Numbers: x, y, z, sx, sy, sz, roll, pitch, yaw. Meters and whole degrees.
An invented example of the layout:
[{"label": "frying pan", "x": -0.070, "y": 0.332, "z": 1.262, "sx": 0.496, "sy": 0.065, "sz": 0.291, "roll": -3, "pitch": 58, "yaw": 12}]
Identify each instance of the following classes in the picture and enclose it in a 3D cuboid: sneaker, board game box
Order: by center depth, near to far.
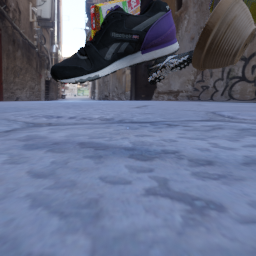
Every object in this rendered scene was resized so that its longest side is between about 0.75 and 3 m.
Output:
[{"label": "sneaker", "x": -0.320, "y": -1.528, "z": 4.840, "sx": 2.299, "sy": 1.007, "sz": 0.871, "roll": -20, "pitch": 27, "yaw": -5}, {"label": "board game box", "x": -0.343, "y": -3.348, "z": 8.475, "sx": 0.294, "sy": 0.935, "sz": 1.958, "roll": 31, "pitch": 45, "yaw": 33}, {"label": "sneaker", "x": 1.409, "y": -2.296, "z": 9.685, "sx": 1.924, "sy": 0.871, "sz": 0.639, "roll": -27, "pitch": -15, "yaw": 30}]

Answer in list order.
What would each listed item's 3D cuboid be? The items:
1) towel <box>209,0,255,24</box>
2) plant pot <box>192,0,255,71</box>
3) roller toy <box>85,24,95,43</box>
[{"label": "towel", "x": 3.310, "y": -3.809, "z": 7.785, "sx": 1.782, "sy": 0.283, "sz": 2.482, "roll": 20, "pitch": -9, "yaw": 8}, {"label": "plant pot", "x": 1.508, "y": -1.334, "z": 4.206, "sx": 0.551, "sy": 1.193, "sz": 1.193, "roll": 33, "pitch": 19, "yaw": 18}, {"label": "roller toy", "x": -0.698, "y": -3.331, "z": 11.256, "sx": 1.871, "sy": 2.052, "sz": 1.434, "roll": -31, "pitch": 13, "yaw": 24}]
